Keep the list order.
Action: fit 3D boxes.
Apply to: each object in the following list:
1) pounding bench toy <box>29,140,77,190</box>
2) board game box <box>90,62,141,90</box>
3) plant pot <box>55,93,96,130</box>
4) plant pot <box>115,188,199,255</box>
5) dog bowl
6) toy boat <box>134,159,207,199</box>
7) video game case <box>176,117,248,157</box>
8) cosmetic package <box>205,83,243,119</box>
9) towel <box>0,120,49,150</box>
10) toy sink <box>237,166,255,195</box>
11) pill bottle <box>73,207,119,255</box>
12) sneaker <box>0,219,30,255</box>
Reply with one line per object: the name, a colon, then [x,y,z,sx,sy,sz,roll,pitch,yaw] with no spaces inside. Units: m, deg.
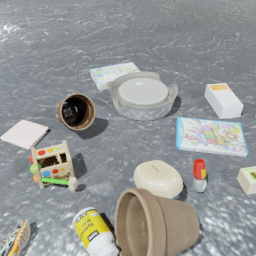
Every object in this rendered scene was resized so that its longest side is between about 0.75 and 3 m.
pounding bench toy: [-2.288,1.319,8.509,1.206,0.960,1.546,-13,41,-16]
board game box: [-0.555,-2.573,13.709,2.258,0.386,1.518,-13,41,-16]
plant pot: [-2.018,-0.573,10.253,1.281,1.281,1.268,-24,13,-27]
plant pot: [0.766,2.404,6.754,1.639,1.879,1.879,5,35,-25]
dog bowl: [0.643,-1.362,11.882,2.848,0.835,2.848,0,39,0]
toy boat: [1.306,1.575,8.183,2.166,1.006,1.821,-9,18,-10]
video game case: [3.020,0.278,10.366,2.432,0.216,1.741,6,40,7]
cosmetic package: [3.994,-1.168,11.809,0.892,0.627,1.758,-6,40,-7]
towel: [-3.816,0.233,10.433,1.303,0.210,1.244,15,41,18]
toy sink: [3.974,1.551,8.548,0.977,0.548,0.637,-6,40,-8]
pill bottle: [-0.797,2.695,7.016,0.729,0.729,1.311,-23,46,-26]
sneaker: [-2.884,2.882,6.970,0.519,0.526,1.343,4,40,12]
